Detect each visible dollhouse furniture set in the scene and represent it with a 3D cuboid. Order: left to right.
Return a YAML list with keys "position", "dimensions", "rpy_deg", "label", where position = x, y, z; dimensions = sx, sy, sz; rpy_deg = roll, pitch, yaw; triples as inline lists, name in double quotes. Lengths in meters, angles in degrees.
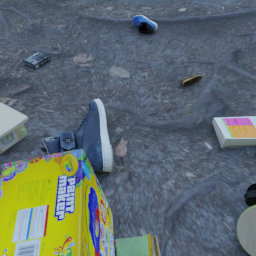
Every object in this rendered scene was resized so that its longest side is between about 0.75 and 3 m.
- position: [0.262, 3.137, 6.384]
  dimensions: [1.111, 0.851, 1.696]
  rpy_deg: [-4, 44, -4]
  label: "dollhouse furniture set"

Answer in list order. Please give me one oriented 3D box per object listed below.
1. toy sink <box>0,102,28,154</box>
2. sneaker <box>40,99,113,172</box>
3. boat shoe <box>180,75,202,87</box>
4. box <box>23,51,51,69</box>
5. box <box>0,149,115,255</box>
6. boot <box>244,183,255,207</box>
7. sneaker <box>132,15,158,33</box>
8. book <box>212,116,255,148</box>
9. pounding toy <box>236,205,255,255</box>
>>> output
- position: [-4.261, 0.033, 9.432]
  dimensions: [1.886, 1.057, 1.229]
  rpy_deg: [23, 48, 28]
  label: "toy sink"
- position: [-1.727, 0.165, 9.208]
  dimensions: [2.188, 1.151, 3.028]
  rpy_deg: [-4, 46, -8]
  label: "sneaker"
- position: [2.723, -2.122, 12.122]
  dimensions: [1.022, 0.368, 0.345]
  rpy_deg: [-21, 50, -17]
  label: "boat shoe"
- position: [-4.326, -3.234, 13.337]
  dimensions: [0.797, 0.258, 1.010]
  rpy_deg: [25, 50, 22]
  label: "box"
- position: [-1.346, 2.459, 5.583]
  dimensions: [1.731, 2.733, 2.837]
  rpy_deg: [-11, 45, 3]
  label: "box"
- position: [4.361, 1.375, 8.058]
  dimensions: [2.581, 0.971, 1.929]
  rpy_deg: [5, 51, -10]
  label: "boot"
- position: [0.739, -5.821, 15.709]
  dimensions: [1.672, 0.642, 0.930]
  rpy_deg: [35, 45, 23]
  label: "sneaker"
- position: [4.091, 0.075, 9.848]
  dimensions: [1.898, 0.456, 1.268]
  rpy_deg: [-2, 42, -3]
  label: "book"
- position: [3.664, 2.465, 7.029]
  dimensions: [1.786, 0.829, 1.379]
  rpy_deg: [-29, 77, 19]
  label: "pounding toy"
